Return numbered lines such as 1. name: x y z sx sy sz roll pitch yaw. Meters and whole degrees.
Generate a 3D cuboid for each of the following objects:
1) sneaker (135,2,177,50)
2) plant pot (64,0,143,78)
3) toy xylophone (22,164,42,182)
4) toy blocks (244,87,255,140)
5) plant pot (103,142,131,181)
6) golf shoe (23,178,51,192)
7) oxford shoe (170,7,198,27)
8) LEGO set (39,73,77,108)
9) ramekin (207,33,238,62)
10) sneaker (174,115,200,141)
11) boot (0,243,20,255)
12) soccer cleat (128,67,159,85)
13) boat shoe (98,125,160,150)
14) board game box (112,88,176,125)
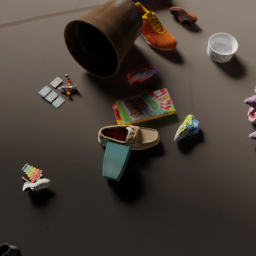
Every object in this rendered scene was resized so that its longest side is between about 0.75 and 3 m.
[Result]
1. sneaker: 1.050 -4.429 12.331 1.016 1.073 2.783 -40 72 -19
2. plant pot: -0.783 -3.849 11.359 2.578 2.578 2.552 28 61 13
3. toy xylophone: -3.395 1.641 9.850 0.772 0.194 0.565 24 67 12
4. toy blocks: 5.003 -0.958 9.887 2.158 2.396 2.563 0 67 -6
5. plant pot: -0.448 1.216 9.759 0.814 0.814 1.152 14 72 7
6. golf shoe: -3.093 2.000 9.495 0.924 0.449 0.362 -13 108 -2
7. oxford shoe: 2.503 -5.158 13.006 1.400 0.498 0.508 29 73 13
8. LEGO set: -2.768 -1.633 11.378 1.060 0.348 1.419 38 70 13
9. ramekin: 4.031 -3.435 12.089 1.241 0.605 1.241 0 64 0
10. sneaker: 2.267 0.091 10.443 0.675 0.487 1.285 31 67 14
11. boot: -3.993 4.128 8.109 0.606 1.144 1.737 29 67 12
12. soccer cleat: 0.648 -2.177 11.631 1.381 0.461 0.528 -17 96 -14
13. boat shoe: 0.037 0.297 10.169 2.280 0.789 0.840 -3 64 -1
14. board game box: 0.596 -0.803 10.995 2.294 0.344 1.096 -16 64 -5
